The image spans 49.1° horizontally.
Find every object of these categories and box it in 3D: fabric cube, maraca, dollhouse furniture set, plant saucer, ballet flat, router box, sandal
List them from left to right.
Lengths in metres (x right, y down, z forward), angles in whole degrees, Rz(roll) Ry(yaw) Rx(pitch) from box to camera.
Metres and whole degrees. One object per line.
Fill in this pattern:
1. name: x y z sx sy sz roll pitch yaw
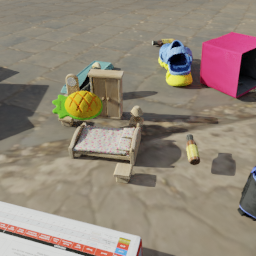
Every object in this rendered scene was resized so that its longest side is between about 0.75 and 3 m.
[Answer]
1. router box: -1.567 2.346 3.567 2.965 0.724 2.661 10 36 14
2. maraca: -1.260 -0.556 7.043 1.240 0.664 0.850 -3 57 -12
3. ballet flat: -1.252 -1.472 8.729 0.463 0.396 1.394 15 74 47
4. plant saucer: -1.389 -1.859 10.069 0.906 0.246 2.593 11 37 16
5. dollhouse furniture set: -0.888 -0.241 6.745 2.381 1.363 2.792 5 35 8
6. sandal: 1.801 -2.656 10.341 1.146 1.255 2.883 -5 33 -3
7. fabric cube: 3.456 -2.105 9.130 1.517 1.488 1.512 -26 38 -24

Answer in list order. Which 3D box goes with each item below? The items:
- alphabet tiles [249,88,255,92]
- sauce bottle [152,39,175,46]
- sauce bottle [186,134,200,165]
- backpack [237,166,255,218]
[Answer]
1. alphabet tiles: 3.975 -1.762 10.005 1.742 0.130 1.781 2 35 3
2. sauce bottle: 1.653 -3.951 12.974 1.055 0.348 0.348 -3 35 -5
3. sauce bottle: 1.434 0.461 6.242 0.255 0.255 0.773 1 46 2
4. backpack: 3.306 0.974 4.968 1.930 1.422 2.114 27 42 34
